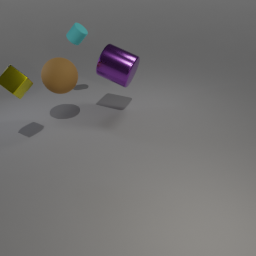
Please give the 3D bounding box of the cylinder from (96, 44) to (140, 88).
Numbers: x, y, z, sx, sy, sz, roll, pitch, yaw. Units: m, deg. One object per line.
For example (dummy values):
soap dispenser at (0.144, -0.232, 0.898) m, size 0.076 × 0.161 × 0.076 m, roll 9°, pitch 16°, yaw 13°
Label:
cylinder at (-0.416, -2.612, 11.775) m, size 1.400 × 1.400 × 1.400 m, roll 26°, pitch 34°, yaw 5°

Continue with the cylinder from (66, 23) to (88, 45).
cylinder at (-2.265, -4.170, 12.442) m, size 0.700 × 0.700 × 0.700 m, roll 34°, pitch 32°, yaw -25°

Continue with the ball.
ball at (-2.651, -2.031, 10.906) m, size 1.400 × 1.400 × 1.400 m, roll 0°, pitch 30°, yaw 0°

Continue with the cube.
cube at (-3.643, -1.472, 9.064) m, size 0.700 × 0.700 × 0.700 m, roll 36°, pitch -8°, yaw 3°
